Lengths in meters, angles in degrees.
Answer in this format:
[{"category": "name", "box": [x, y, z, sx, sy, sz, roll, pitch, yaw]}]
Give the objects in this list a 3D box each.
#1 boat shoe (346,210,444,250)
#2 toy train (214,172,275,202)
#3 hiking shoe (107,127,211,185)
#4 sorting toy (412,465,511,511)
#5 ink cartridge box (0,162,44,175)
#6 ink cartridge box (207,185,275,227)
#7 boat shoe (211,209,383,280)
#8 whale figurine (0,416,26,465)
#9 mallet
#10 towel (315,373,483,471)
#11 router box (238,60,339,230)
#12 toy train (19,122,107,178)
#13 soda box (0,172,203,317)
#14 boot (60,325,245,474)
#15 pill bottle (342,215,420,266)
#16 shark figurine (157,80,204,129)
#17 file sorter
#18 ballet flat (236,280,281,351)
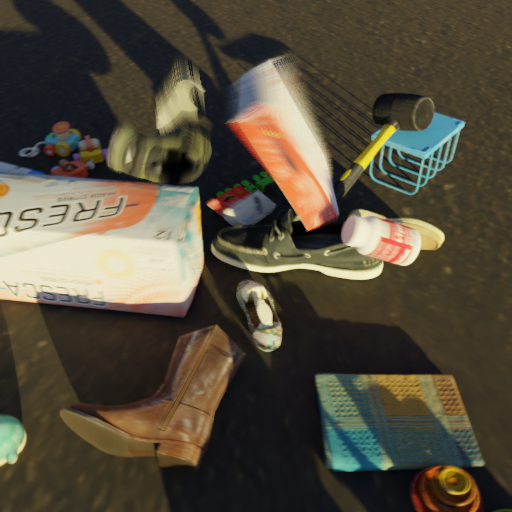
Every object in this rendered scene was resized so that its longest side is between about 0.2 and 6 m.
[{"category": "boat shoe", "box": [2.414, -0.323, 9.943, 1.728, 0.639, 0.574, 12, 55, 15]}, {"category": "toy train", "box": [-0.206, -1.297, 11.270, 1.429, 0.298, 0.403, -30, 59, -30]}, {"category": "hiking shoe", "box": [-1.340, -1.567, 9.469, 1.241, 0.934, 2.466, 30, 24, 20]}, {"category": "sorting toy", "box": [2.478, 2.877, 6.091, 1.624, 0.666, 0.976, 24, 46, 25]}, {"category": "ink cartridge box", "box": [-4.950, -1.345, 11.114, 1.261, 0.532, 0.921, 15, 43, 17]}, {"category": "ink cartridge box", "box": [-0.271, -0.972, 10.648, 0.891, 0.226, 1.011, 40, 47, 12]}, {"category": "boat shoe", "box": [0.697, -0.315, 9.533, 2.982, 0.989, 1.114, 10, 38, 10]}, {"category": "whale figurine", "box": [-3.248, 2.351, 6.879, 0.676, 0.441, 0.850, 16, 44, 18]}, {"category": "mallet", "box": [1.934, -1.855, 10.801, 3.435, 0.707, 1.131, -46, 38, -5]}, {"category": "towel", "box": [1.788, 2.143, 7.327, 1.932, 0.210, 1.417, 0, 41, -2]}, {"category": "router box", "box": [0.544, -1.975, 9.680, 0.601, 2.207, 2.460, -27, 29, 16]}, {"category": "toy train", "box": [-4.178, -2.268, 12.141, 1.633, 0.605, 2.174, -33, 51, -32]}, {"category": "soda box", "box": [-3.287, -0.264, 9.002, 4.729, 1.617, 1.503, 4, 41, 5]}, {"category": "boot", "box": [-1.282, 1.665, 7.499, 1.917, 0.661, 2.057, 19, 46, 2]}, {"category": "pill bottle", "box": [1.923, -0.264, 8.665, 1.104, 0.620, 0.620, 15, 37, -19]}, {"category": "shark figurine", "box": [-1.103, -2.444, 8.732, 0.470, 1.127, 0.673, 32, 51, -18]}, {"category": "file sorter", "box": [3.312, -2.201, 11.709, 1.202, 1.063, 1.733, 28, 47, 30]}, {"category": "ballet flat", "box": [0.048, 0.765, 8.671, 0.548, 0.548, 1.525, -10, 41, -12]}]
